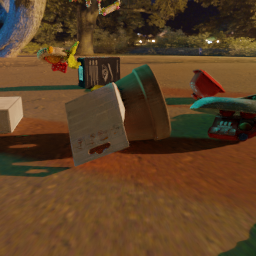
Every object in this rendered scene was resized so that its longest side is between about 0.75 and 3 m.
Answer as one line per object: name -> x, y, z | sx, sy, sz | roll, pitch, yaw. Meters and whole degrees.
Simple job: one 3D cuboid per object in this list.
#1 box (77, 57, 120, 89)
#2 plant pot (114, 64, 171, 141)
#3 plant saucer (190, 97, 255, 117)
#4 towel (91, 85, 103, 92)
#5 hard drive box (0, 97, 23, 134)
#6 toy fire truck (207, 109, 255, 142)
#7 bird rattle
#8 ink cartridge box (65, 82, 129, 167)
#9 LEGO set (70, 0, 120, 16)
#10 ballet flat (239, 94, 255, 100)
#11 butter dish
box -> -1.544, -3.016, 15.058 | 2.126, 1.573, 1.109 | -8, 18, -28
plant pot -> -0.036, -0.413, 6.818 | 1.619, 1.866, 1.866 | -18, 19, -1
plant saucer -> 3.089, -0.504, 7.693 | 2.703, 0.370, 2.703 | 9, 2, 0
towel -> -0.526, -1.979, 13.982 | 2.511, 0.227, 1.081 | 1, 17, 4
hard drive box -> -3.951, -0.407, 8.148 | 1.391, 0.685, 1.785 | -3, 18, -9
toy fire truck -> 2.782, -0.032, 7.229 | 1.240, 0.695, 1.041 | 9, 43, 28
bird rattle -> -2.516, -2.572, 9.961 | 1.759, 0.991, 1.434 | 5, 1, 44
ink cartridge box -> -0.624, -0.061, 5.846 | 1.243, 1.532, 0.384 | -21, -24, 13
LEGO set -> -1.130, -4.199, 8.858 | 2.552, 1.174, 0.950 | -9, -21, -3
ballet flat -> 3.946, -0.752, 9.248 | 2.269, 0.765, 0.707 | 2, 8, 7
butter dish -> 3.096, -1.668, 11.750 | 1.469, 1.086, 1.465 | 41, 7, -5
